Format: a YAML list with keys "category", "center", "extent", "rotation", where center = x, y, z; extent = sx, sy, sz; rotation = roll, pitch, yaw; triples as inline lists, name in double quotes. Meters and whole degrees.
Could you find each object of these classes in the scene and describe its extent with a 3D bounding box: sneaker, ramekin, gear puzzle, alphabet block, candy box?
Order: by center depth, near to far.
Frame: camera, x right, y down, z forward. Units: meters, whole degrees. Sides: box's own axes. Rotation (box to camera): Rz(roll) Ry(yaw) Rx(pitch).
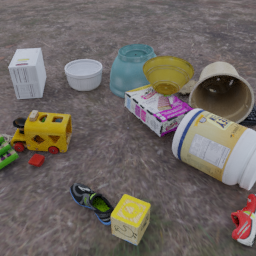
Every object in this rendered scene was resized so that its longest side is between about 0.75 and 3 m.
- category: "alphabet block"
  center: [0.080, 2.496, 7.664]
  extent: [0.845, 0.865, 0.850]
  rotation: [15, 40, 20]
- category: "sneaker"
  center: [3.316, 2.465, 7.919]
  extent: [0.723, 0.656, 1.702]
  rotation: [13, 39, 23]
- category: "sneaker"
  center: [-1.012, 2.102, 8.283]
  extent: [1.776, 0.736, 0.630]
  rotation: [29, 45, 32]
- category: "candy box"
  center: [1.201, -0.830, 11.292]
  extent: [1.681, 0.752, 2.465]
  rotation: [-22, 43, -28]
- category: "gear puzzle"
  center: [3.024, -1.929, 13.912]
  extent: [2.556, 0.335, 1.324]
  rotation: [4, 40, 10]
- category: "ramekin"
  center: [-2.223, -2.671, 14.271]
  extent: [1.884, 0.989, 1.884]
  rotation: [0, 38, 0]

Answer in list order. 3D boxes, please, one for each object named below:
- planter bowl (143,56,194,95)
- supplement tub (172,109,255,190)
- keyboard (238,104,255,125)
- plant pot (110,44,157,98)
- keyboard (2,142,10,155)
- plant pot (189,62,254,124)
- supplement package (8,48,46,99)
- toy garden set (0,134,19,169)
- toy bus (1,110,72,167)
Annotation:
- category: "planter bowl"
  center: [1.524, -1.869, 10.941]
  extent: [2.035, 2.035, 0.847]
  rotation: [6, 70, 8]
- category: "supplement tub"
  center: [3.020, 0.665, 9.163]
  extent: [2.665, 1.924, 1.924]
  rotation: [27, 45, 30]
- category: "keyboard"
  center: [5.008, -1.050, 12.707]
  extent: [1.678, 0.358, 2.794]
  rotation: [0, 37, 1]
- category: "plant pot"
  center: [0.423, -2.942, 13.763]
  extent: [2.835, 1.899, 2.835]
  rotation: [-3, 38, 2]
- category: "keyboard"
  center: [-4.895, 0.892, 10.334]
  extent: [0.778, 0.166, 1.295]
  rotation: [10, 40, 12]
- category: "plant pot"
  center: [3.858, -1.635, 11.786]
  extent: [2.443, 2.443, 2.236]
  rotation: [8, 37, 10]
- category: "supplement package"
  center: [-4.830, -2.706, 13.721]
  extent: [1.207, 1.695, 2.176]
  rotation: [-5, 37, -7]
- category: "toy garden set"
  center: [-5.172, 0.835, 9.898]
  extent: [1.740, 0.416, 2.087]
  rotation: [-37, 53, -26]
- category: "toy bus"
  center: [-3.345, 0.027, 10.406]
  extent: [2.586, 1.336, 2.440]
  rotation: [-28, 49, -36]
